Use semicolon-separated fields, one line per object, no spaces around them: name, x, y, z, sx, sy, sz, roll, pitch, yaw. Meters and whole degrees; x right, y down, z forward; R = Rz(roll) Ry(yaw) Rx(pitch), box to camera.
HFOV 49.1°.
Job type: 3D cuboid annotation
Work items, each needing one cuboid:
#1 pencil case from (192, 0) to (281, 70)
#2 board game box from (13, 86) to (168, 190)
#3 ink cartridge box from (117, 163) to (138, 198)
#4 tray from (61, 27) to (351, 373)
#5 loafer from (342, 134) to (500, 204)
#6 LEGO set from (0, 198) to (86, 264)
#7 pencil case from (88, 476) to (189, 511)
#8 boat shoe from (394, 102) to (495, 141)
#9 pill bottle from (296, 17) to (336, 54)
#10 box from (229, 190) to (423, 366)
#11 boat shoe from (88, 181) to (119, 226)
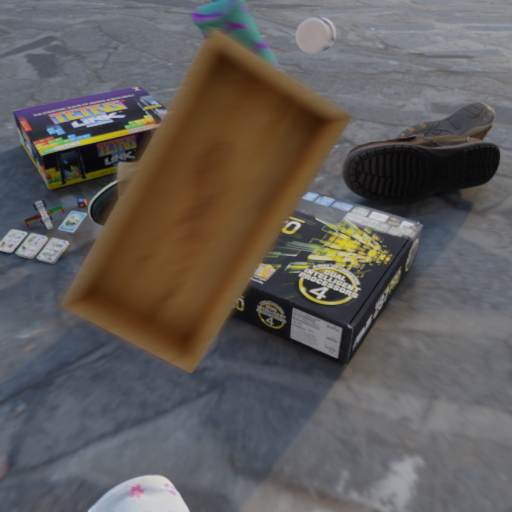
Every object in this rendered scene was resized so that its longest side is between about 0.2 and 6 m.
pencil case;-0.099;-2.533;7.166;0.689;1.619;0.748;-13;42;30
board game box;-3.791;-2.991;13.564;3.350;0.950;2.770;-20;43;-25
ink cartridge box;-1.738;-1.119;9.144;0.994;0.819;0.373;1;59;-12
tray;-0.597;-0.516;6.248;1.667;3.379;0.626;30;12;-10
loafer;3.422;-1.956;12.144;3.563;1.301;1.265;-4;28;-15
LEGO set;-4.024;-0.530;10.952;1.285;0.422;1.721;11;50;14
pencil case;-0.739;3.293;5.210;1.133;1.038;2.498;-17;39;-29
boat shoe;4.382;-2.683;13.227;2.573;0.924;0.974;-19;54;5
pill bottle;1.177;-4.219;10.685;0.610;0.610;1.099;12;27;15
box;0.491;-0.052;9.696;3.868;0.950;3.118;21;39;25
boat shoe;-1.917;-1.091;11.025;2.667;0.976;0.836;-15;31;-25
